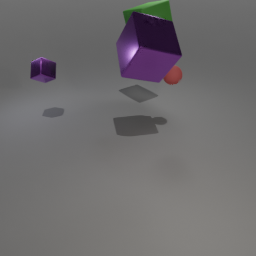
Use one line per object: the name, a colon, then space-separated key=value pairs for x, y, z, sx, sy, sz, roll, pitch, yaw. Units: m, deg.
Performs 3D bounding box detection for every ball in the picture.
ball: x=1.593 y=-1.893 z=10.026 sx=0.700 sy=0.700 sz=0.700 roll=0 pitch=29 yaw=0

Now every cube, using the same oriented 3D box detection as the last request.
cube: x=0.858 y=-4.325 z=11.547 sx=1.400 sy=1.400 sz=1.400 roll=-28 pitch=29 yaw=-23
cube: x=0.586 y=-2.422 z=8.604 sx=1.400 sy=1.400 sz=1.400 roll=4 pitch=62 yaw=-24
cube: x=-3.284 y=-2.228 z=10.870 sx=0.700 sy=0.700 sz=0.700 roll=-9 pitch=-13 yaw=38
